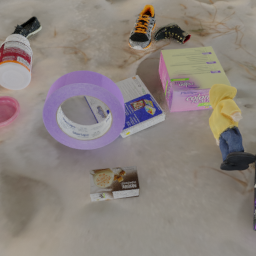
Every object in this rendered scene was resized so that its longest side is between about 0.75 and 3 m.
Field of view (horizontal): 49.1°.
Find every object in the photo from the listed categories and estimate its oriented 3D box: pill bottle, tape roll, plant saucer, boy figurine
[{"bbox_3d":[-4.514,-2.716,11.237,1.281,1.281,2.267,-8,51,-6],"label":"pill bottle"},{"bbox_3d":[-1.270,-0.471,8.311,2.356,2.356,0.773,-3,38,-3],"label":"tape roll"},{"bbox_3d":[-4.596,-0.550,10.127,1.417,0.359,1.417,-1,52,1],"label":"plant saucer"},{"bbox_3d":[3.124,-0.122,8.841,0.942,1.818,2.924,2,56,0],"label":"boy figurine"}]

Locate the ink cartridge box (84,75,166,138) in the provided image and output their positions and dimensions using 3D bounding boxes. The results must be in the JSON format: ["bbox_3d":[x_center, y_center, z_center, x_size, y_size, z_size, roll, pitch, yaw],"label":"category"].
[{"bbox_3d":[-0.174,-0.753,10.191,2.295,0.539,2.268,-23,56,-10],"label":"ink cartridge box"}]

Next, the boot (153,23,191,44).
[{"bbox_3d":[2.030,-4.240,12.865,1.533,0.553,1.158,-32,59,-24],"label":"boot"}]

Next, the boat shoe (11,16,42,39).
[{"bbox_3d":[-4.910,-4.556,13.036,0.757,0.671,2.025,34,59,24],"label":"boat shoe"}]

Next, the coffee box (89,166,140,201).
[{"bbox_3d":[-0.404,1.643,8.287,1.416,0.564,0.810,-4,52,-3],"label":"coffee box"}]

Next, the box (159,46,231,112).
[{"bbox_3d":[2.422,-1.891,10.675,2.057,1.131,2.339,-6,52,-4],"label":"box"}]

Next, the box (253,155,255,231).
[{"bbox_3d":[4.414,1.512,7.715,1.392,1.605,2.625,12,53,12],"label":"box"}]

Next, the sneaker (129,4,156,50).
[{"bbox_3d":[0.667,-4.617,12.862,1.061,1.047,2.711,10,54,6],"label":"sneaker"}]
